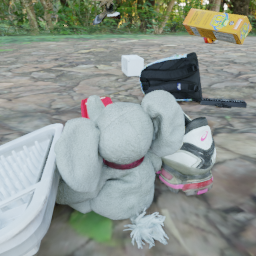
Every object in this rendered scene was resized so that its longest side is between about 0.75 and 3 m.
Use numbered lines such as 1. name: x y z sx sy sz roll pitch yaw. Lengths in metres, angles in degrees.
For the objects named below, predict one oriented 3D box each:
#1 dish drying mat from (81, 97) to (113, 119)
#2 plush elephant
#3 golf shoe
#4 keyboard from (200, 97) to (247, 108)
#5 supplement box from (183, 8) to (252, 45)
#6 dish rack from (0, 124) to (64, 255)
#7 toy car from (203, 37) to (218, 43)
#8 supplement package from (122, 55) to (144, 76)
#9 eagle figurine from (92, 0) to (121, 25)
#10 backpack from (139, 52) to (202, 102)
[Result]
1. dish drying mat: -0.806 -0.430 7.926 1.011 0.239 2.631 -3 22 -10
2. plush elephant: -0.220 0.325 3.953 1.872 1.760 2.273 -13 25 -30
3. golf shoe: 0.589 -0.010 5.391 1.075 1.363 2.961 -11 23 -26
4. keyboard: 3.059 -0.829 9.032 1.408 0.181 0.846 4 22 13
5. supplement box: 2.695 -3.140 8.609 1.948 0.648 0.670 29 -1 38
6. dish rack: -1.748 0.917 3.423 2.195 0.557 2.557 -24 23 2
7. toy car: 8.573 -9.562 29.441 1.301 1.519 1.736 -34 37 32
8. supplement package: 0.211 -3.098 13.852 0.839 0.808 1.476 -4 22 -10
9. eagle figurine: -0.654 -3.682 8.921 0.880 0.875 1.159 24 -21 0
10. backpack: 1.372 -1.597 9.319 1.968 1.605 1.513 -8 14 13
